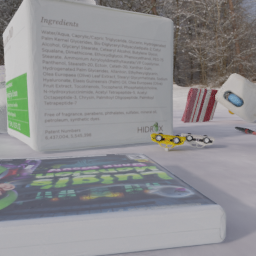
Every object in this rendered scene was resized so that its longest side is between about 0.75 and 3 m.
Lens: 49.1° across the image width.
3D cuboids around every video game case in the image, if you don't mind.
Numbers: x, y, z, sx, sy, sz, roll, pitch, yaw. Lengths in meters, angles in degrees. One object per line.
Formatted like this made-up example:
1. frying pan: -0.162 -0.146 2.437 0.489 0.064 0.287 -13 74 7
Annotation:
1. video game case: -0.526 0.398 1.870 1.717 0.200 1.561 -1 5 -11

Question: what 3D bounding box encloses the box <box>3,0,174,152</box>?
1. box: -0.819 -0.826 5.131 2.449 2.098 2.437 -3 5 -30

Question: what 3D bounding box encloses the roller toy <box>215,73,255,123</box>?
1. roller toy: 4.267 -1.088 10.551 1.741 1.334 1.909 30 18 -12

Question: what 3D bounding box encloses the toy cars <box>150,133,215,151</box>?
1. toy cars: 0.809 0.214 4.134 1.047 0.232 0.469 1 9 -28

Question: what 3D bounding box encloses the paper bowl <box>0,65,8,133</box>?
1. paper bowl: -2.640 -0.514 6.279 1.643 0.855 1.643 -18 -31 -11

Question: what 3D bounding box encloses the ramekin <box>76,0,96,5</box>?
1. ramekin: -1.377 -3.817 9.075 0.759 0.759 0.398 0 -21 5

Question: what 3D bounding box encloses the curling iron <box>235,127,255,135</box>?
1. curling iron: 2.786 0.071 6.435 0.245 0.126 0.989 -2 6 -17

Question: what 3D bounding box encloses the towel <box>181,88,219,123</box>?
1. towel: 2.847 -0.881 10.868 1.856 1.337 0.211 -4 24 -40
